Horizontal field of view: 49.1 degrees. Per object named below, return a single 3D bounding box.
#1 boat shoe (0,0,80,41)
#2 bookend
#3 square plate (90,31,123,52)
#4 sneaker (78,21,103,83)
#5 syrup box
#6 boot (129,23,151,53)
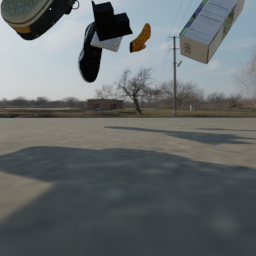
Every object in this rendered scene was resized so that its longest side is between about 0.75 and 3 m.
[{"bbox_3d":[-1.444,-2.800,5.645,0.990,2.652,0.826,29,-20,11],"label":"boat shoe"},{"bbox_3d":[-0.459,-3.331,8.486,1.111,0.515,1.118,-16,-34,-7],"label":"bookend"},{"bbox_3d":[-0.687,-3.295,9.749,1.116,1.106,0.159,21,2,19],"label":"square plate"},{"bbox_3d":[-1.315,-2.942,10.621,0.862,2.359,1.320,4,1,-23],"label":"sneaker"},{"bbox_3d":[2.616,-3.301,8.622,1.000,2.456,0.967,29,-13,22],"label":"syrup box"},{"bbox_3d":[0.457,-3.552,11.150,0.836,1.167,0.411,-26,54,-36],"label":"boot"}]
